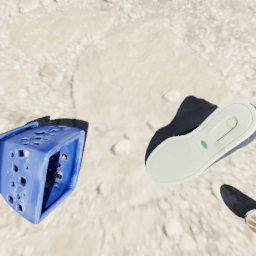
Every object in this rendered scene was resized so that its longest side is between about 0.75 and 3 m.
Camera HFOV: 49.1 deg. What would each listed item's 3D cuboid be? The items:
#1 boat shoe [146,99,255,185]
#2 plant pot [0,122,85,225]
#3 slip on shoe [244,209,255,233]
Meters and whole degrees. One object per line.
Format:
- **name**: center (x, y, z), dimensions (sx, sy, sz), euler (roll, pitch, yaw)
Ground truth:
- **boat shoe**: center (1.557, 0.444, 5.924), dimensions (0.947, 2.801, 1.006), euler (2, 58, -50)
- **plant pot**: center (-1.887, 0.730, 5.665), dimensions (1.374, 1.528, 1.528), euler (17, 20, 13)
- **slip on shoe**: center (2.730, 1.839, 5.594), dimensions (1.346, 0.512, 0.408), euler (30, 34, -28)
